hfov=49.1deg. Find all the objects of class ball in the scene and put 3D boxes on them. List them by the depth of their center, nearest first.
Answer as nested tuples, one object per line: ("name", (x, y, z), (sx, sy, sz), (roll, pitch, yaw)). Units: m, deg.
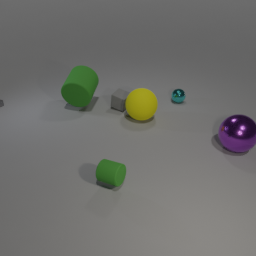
("ball", (4.025, 0.198, 10.219), (1.400, 1.400, 1.400), (0, 31, 0))
("ball", (0.591, -1.030, 12.199), (1.400, 1.400, 1.400), (0, 31, 0))
("ball", (2.496, -1.593, 13.832), (0.700, 0.700, 0.700), (0, 31, 0))

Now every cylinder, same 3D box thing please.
("cylinder", (-0.514, 1.360, 8.559), (0.700, 0.700, 0.700), (12, 33, 26))
("cylinder", (-2.195, -1.927, 12.921), (1.400, 1.400, 1.400), (6, 46, 10))

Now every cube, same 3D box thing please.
("cube", (-0.329, -1.324, 13.169), (0.700, 0.700, 0.700), (24, 43, 18))
